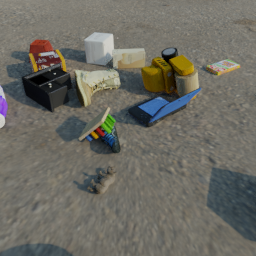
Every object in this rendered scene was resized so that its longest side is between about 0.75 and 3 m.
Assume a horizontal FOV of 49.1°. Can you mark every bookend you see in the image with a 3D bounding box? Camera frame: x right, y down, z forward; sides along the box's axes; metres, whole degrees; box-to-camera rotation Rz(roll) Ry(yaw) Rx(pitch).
[{"bbox_3d":[-3.089,-1.800,12.007,1.994,0.918,1.981,30,47,33],"label":"bookend"}]

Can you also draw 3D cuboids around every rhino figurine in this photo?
[{"bbox_3d":[-0.669,1.498,8.194,0.495,0.338,1.131,29,43,15],"label":"rhino figurine"}]

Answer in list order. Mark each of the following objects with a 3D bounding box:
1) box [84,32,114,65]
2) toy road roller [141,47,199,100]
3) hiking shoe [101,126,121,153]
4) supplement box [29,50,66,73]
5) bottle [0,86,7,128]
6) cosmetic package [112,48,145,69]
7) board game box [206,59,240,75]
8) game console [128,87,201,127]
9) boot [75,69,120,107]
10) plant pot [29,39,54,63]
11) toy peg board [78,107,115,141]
[{"bbox_3d":[-1.486,-4.196,14.799,1.119,1.306,1.299,10,38,18],"label":"box"},{"bbox_3d":[1.702,-2.157,12.064,1.853,1.560,2.538,-24,41,-6],"label":"toy road roller"},{"bbox_3d":[-0.603,0.462,9.496,0.597,0.512,1.377,-13,30,-3],"label":"hiking shoe"},{"bbox_3d":[-3.855,-2.972,13.482,1.452,0.964,1.432,-15,40,-19],"label":"supplement box"},{"bbox_3d":[-5.281,-0.887,10.881,1.069,0.835,2.558,-16,40,-21],"label":"bottle"},{"bbox_3d":[0.036,-3.555,14.349,1.651,0.868,0.587,-4,39,-3],"label":"cosmetic package"},{"bbox_3d":[4.910,-3.136,14.327,1.732,0.260,0.827,-19,42,-27],"label":"board game box"},{"bbox_3d":[1.360,-1.057,10.744,2.181,1.290,1.861,-26,46,-31],"label":"game console"},{"bbox_3d":[-1.266,-1.848,12.123,1.936,0.902,2.503,-6,37,-12],"label":"boot"},{"bbox_3d":[-4.631,-4.117,14.969,1.113,0.981,1.112,6,39,8],"label":"plant pot"},{"bbox_3d":[-1.004,-0.004,9.739,1.146,0.563,1.151,-37,16,24],"label":"toy peg board"}]
